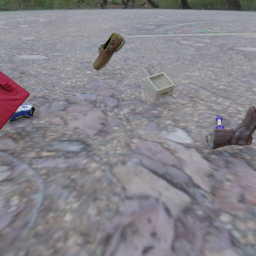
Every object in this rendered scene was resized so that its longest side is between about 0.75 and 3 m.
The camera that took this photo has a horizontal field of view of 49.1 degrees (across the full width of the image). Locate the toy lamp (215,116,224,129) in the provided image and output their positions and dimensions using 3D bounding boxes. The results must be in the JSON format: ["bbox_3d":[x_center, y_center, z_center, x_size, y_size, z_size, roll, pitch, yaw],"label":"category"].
[{"bbox_3d":[2.362,-0.074,7.232,0.232,0.232,0.797,6,28,12],"label":"toy lamp"}]

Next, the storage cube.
[{"bbox_3d":[-3.157,-0.597,6.537,1.233,1.054,1.108,-18,37,57],"label":"storage cube"}]

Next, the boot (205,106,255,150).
[{"bbox_3d":[2.267,0.008,6.164,1.061,0.989,0.341,-3,21,-8],"label":"boot"}]

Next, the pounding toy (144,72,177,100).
[{"bbox_3d":[1.052,-1.217,8.614,0.824,0.586,0.759,-21,58,-22],"label":"pounding toy"}]

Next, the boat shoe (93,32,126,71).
[{"bbox_3d":[-0.919,-3.113,11.305,0.609,1.793,0.645,24,31,-41],"label":"boat shoe"}]

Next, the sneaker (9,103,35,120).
[{"bbox_3d":[-2.939,-0.461,7.859,0.472,0.330,0.817,14,29,33],"label":"sneaker"}]
